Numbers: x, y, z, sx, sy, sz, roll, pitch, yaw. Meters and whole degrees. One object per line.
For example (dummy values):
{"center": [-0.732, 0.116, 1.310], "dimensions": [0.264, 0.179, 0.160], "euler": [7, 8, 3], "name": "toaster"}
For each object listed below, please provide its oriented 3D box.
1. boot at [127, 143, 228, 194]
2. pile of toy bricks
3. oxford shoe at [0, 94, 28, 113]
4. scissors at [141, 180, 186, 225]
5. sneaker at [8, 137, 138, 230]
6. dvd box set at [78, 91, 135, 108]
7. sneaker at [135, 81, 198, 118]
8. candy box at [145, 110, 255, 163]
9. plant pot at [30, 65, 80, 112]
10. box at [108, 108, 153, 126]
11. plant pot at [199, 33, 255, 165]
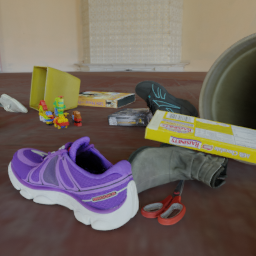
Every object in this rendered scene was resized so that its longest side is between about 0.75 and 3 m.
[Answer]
{"center": [0.855, 0.673, 4.522], "dimensions": [1.245, 0.645, 1.905], "euler": [13, 19, 35], "name": "boot"}
{"center": [-2.186, -0.592, 8.961], "dimensions": [1.011, 0.899, 1.821], "euler": [-10, 17, -35], "name": "pile of toy bricks"}
{"center": [-4.517, -0.852, 10.922], "dimensions": [1.824, 0.686, 0.527], "euler": [21, 65, 38], "name": "oxford shoe"}
{"center": [0.748, 1.033, 4.142], "dimensions": [0.560, 0.107, 1.530], "euler": [0, 9, 35], "name": "scissors"}
{"center": [-0.838, 0.566, 4.124], "dimensions": [2.414, 1.007, 0.973], "euler": [9, 16, 34], "name": "sneaker"}
{"center": [-1.271, -1.356, 13.027], "dimensions": [2.710, 0.398, 1.983], "euler": [7, 17, 24], "name": "dvd box set"}
{"center": [0.875, -0.629, 7.584], "dimensions": [2.019, 0.761, 0.800], "euler": [33, 68, 30], "name": "sneaker"}
{"center": [1.522, 0.136, 5.298], "dimensions": [2.234, 0.295, 1.142], "euler": [13, 25, 12], "name": "candy box"}
{"center": [-2.956, -1.567, 11.533], "dimensions": [1.543, 1.749, 1.749], "euler": [1, 11, -36], "name": "plant pot"}
{"center": [0.207, -0.362, 8.865], "dimensions": [1.364, 0.330, 1.080], "euler": [2, 16, 28], "name": "box"}
{"center": [3.243, -0.477, 5.987], "dimensions": [2.253, 2.596, 2.596], "euler": [8, 5, -43], "name": "plant pot"}
